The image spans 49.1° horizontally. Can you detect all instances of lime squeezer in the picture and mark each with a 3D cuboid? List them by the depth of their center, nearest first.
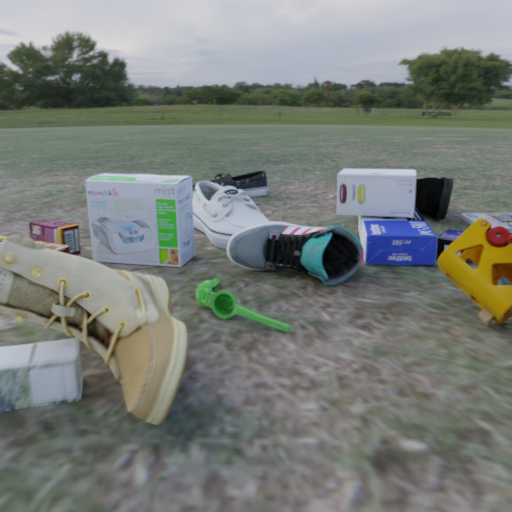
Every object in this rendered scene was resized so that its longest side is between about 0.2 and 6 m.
[{"bbox_3d":[-0.407,0.677,7.950,0.764,0.408,2.163,28,-1,-34],"label":"lime squeezer"}]

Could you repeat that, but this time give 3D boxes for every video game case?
[{"bbox_3d":[5.598,-0.758,12.872,1.320,0.167,1.449,0,16,0],"label":"video game case"}]

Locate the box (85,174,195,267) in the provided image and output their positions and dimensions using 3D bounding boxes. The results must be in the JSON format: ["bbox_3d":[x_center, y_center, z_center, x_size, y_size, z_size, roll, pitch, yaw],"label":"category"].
[{"bbox_3d":[-2.068,-0.684,10.204,1.742,1.537,0.842,4,19,12],"label":"box"}]

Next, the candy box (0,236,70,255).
[{"bbox_3d":[-4.162,0.070,9.531,1.727,0.478,0.997,8,20,23],"label":"candy box"}]

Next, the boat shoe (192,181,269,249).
[{"bbox_3d":[-0.613,-0.908,11.731,1.199,1.088,3.259,-11,20,-33],"label":"boat shoe"}]

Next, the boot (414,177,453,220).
[{"bbox_3d":[3.532,-1.515,13.783,2.007,1.010,2.685,7,6,0],"label":"boot"}]

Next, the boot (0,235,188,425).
[{"bbox_3d":[-1.745,0.613,5.560,1.927,0.902,2.479,22,16,-24],"label":"boot"}]

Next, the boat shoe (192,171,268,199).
[{"bbox_3d":[-0.861,-2.056,16.207,2.535,0.718,0.870,-7,18,-21],"label":"boat shoe"}]

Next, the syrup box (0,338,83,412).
[{"bbox_3d":[-2.437,1.224,5.676,1.261,0.496,0.513,-5,19,-13],"label":"syrup box"}]

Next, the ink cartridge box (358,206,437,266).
[{"bbox_3d":[2.720,-0.463,11.135,1.250,0.588,2.659,1,17,8],"label":"ink cartridge box"}]

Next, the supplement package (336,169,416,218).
[{"bbox_3d":[2.456,-1.300,11.401,1.511,0.838,1.177,3,15,15],"label":"supplement package"}]

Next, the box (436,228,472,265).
[{"bbox_3d":[3.780,-0.184,10.439,0.644,0.454,0.871,10,20,32],"label":"box"}]

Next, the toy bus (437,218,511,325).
[{"bbox_3d":[3.297,0.456,7.328,1.000,1.827,1.936,-44,16,6],"label":"toy bus"}]

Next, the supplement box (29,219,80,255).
[{"bbox_3d":[-3.847,-0.331,10.692,0.916,0.600,0.473,11,18,30],"label":"supplement box"}]

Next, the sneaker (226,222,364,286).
[{"bbox_3d":[0.733,-0.038,9.206,2.344,0.980,1.415,-1,7,-9],"label":"sneaker"}]
